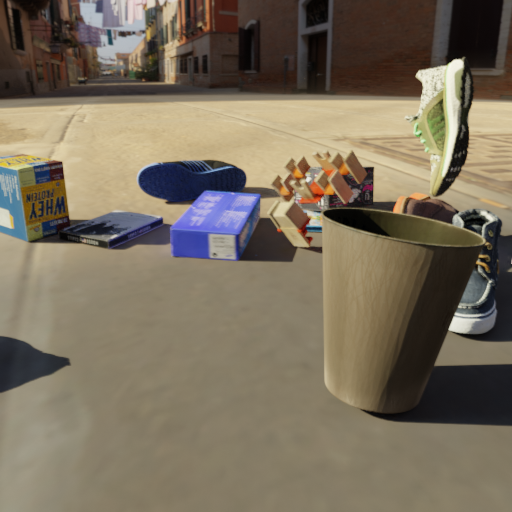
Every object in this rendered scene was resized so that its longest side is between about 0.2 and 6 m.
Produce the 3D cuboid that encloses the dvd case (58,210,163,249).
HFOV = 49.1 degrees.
[{"bbox_3d":[-3.098,-0.609,12.124,1.369,0.225,1.822,10,22,26],"label":"dvd case"}]

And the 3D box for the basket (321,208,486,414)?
[{"bbox_3d":[1.438,0.602,6.206,1.770,1.963,1.335,16,19,34],"label":"basket"}]

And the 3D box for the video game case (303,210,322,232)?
[{"bbox_3d":[1.541,-0.786,12.690,1.811,0.161,1.296,2,21,7],"label":"video game case"}]

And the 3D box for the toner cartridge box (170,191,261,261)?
[{"bbox_3d":[-0.760,-0.698,11.803,1.349,0.613,2.840,6,22,8],"label":"toner cartridge box"}]

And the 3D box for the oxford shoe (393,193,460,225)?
[{"bbox_3d":[3.274,-0.524,10.643,1.195,1.173,3.295,15,25,23],"label":"oxford shoe"}]

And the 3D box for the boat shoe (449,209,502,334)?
[{"bbox_3d":[3.250,0.124,8.664,0.974,1.250,2.753,8,22,20],"label":"boat shoe"}]

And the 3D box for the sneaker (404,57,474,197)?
[{"bbox_3d":[3.701,-2.623,11.598,1.230,2.776,1.068,10,8,36],"label":"sneaker"}]

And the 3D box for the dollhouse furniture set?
[{"bbox_3d":[1.105,-1.169,11.149,1.837,0.946,1.817,6,54,54],"label":"dollhouse furniture set"}]

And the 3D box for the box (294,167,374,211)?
[{"bbox_3d":[1.881,-1.646,13.540,1.743,1.000,1.151,-11,15,-42],"label":"box"}]

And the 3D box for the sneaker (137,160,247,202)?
[{"bbox_3d":[-1.792,-2.062,15.066,2.970,1.042,1.157,-2,16,-23],"label":"sneaker"}]

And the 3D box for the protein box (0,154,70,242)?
[{"bbox_3d":[-4.970,-1.287,12.033,1.564,1.552,1.055,15,25,35],"label":"protein box"}]
